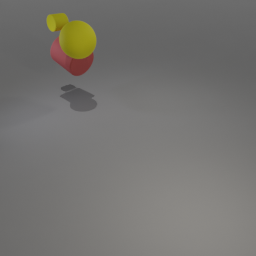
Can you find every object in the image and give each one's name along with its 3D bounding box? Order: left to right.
[{"bbox_3d":[-3.079,-4.634,12.279,0.700,0.700,0.700,26,38,36],"label":"cylinder"},{"bbox_3d":[-2.509,-3.286,12.610,1.400,1.400,1.400,39,45,22],"label":"cylinder"},{"bbox_3d":[-1.915,-3.364,10.714,1.400,1.400,1.400,0,31,0],"label":"ball"}]
